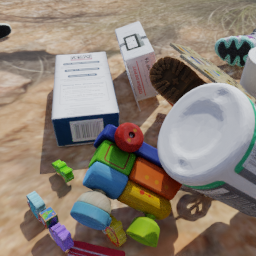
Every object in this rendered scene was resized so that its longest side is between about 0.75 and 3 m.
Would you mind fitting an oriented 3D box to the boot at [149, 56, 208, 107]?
[{"bbox_3d":[1.790,-0.409,6.576,1.089,1.556,2.902,-43,78,8],"label":"boot"}]

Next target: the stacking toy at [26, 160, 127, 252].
[{"bbox_3d":[-1.372,1.601,4.862,1.699,0.529,2.254,-26,44,-32],"label":"stacking toy"}]

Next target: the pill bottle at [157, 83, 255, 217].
[{"bbox_3d":[1.760,0.516,4.178,2.503,1.416,1.416,30,29,-32],"label":"pill bottle"}]

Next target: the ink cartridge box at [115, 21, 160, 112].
[{"bbox_3d":[0.329,-1.760,7.818,0.819,1.400,2.414,-17,43,4],"label":"ink cartridge box"}]

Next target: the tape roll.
[{"bbox_3d":[4.046,-1.447,7.795,1.632,1.121,1.632,-1,42,1],"label":"tape roll"}]

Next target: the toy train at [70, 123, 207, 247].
[{"bbox_3d":[0.530,1.263,4.787,2.822,1.195,1.633,29,61,-10],"label":"toy train"}]

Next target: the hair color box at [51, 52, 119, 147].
[{"bbox_3d":[-1.136,-0.898,7.332,1.489,0.901,2.978,-6,42,-7],"label":"hair color box"}]

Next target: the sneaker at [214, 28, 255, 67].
[{"bbox_3d":[4.092,-2.874,9.624,2.550,0.991,1.784,8,40,-5],"label":"sneaker"}]

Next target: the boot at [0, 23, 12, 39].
[{"bbox_3d":[-5.466,-3.847,10.947,1.613,0.584,1.164,-24,45,-20],"label":"boot"}]

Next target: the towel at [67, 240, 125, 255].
[{"bbox_3d":[-0.616,2.374,4.229,0.926,0.144,1.280,9,43,10],"label":"towel"}]

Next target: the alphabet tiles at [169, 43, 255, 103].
[{"bbox_3d":[2.121,-1.308,6.761,2.255,0.086,2.710,42,25,12],"label":"alphabet tiles"}]
